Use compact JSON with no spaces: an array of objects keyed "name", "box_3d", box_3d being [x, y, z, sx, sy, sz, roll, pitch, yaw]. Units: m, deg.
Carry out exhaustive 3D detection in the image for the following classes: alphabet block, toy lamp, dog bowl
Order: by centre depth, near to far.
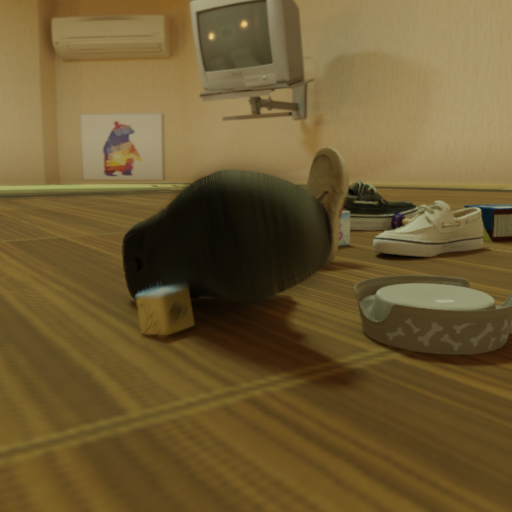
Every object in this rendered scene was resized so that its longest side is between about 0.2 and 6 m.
[{"name":"dog bowl","box_3d":[1.517,0.478,4.803,1.352,0.397,1.352,-1,9,0]},{"name":"alphabet block","box_3d":[-0.790,0.470,4.854,0.346,0.354,0.347,-3,6,39]},{"name":"toy lamp","box_3d":[3.617,-0.648,11.665,0.485,0.485,1.666,-8,9,-40]}]

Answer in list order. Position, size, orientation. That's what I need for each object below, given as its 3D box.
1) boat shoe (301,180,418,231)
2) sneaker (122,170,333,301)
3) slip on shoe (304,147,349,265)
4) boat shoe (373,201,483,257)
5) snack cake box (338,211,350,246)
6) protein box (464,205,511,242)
[{"name":"boat shoe","box_3d":[2.356,-1.163,12.749,3.101,1.100,1.118,-3,10,-17]},{"name":"sneaker","box_3d":[-0.027,-0.139,5.280,1.628,1.087,2.843,-9,-5,-35]},{"name":"slip on shoe","box_3d":[0.884,-0.795,8.182,0.558,1.843,0.701,20,-18,-37]},{"name":"boat shoe","box_3d":[2.914,-0.484,9.308,2.450,0.855,0.869,-5,11,-30]},{"name":"snack cake box","box_3d":[0.621,-0.478,9.942,1.925,0.647,1.107,-7,10,-38]},{"name":"protein box","box_3d":[4.782,-0.662,11.063,0.961,0.649,0.954,-2,9,-15]}]
